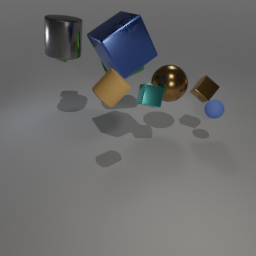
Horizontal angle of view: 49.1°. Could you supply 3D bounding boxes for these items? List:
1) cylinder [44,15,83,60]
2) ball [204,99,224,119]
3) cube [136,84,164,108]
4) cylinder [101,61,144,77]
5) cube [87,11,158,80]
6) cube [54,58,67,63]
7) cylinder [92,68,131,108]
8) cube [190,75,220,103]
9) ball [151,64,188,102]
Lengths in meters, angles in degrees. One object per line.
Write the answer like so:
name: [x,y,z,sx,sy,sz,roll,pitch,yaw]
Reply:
cylinder: [-2.470,-3.487,10.724,1.400,1.400,1.400,6,28,-3]
ball: [3.140,-0.687,10.184,0.700,0.700,0.700,0,31,0]
cube: [0.773,-1.126,9.807,0.700,0.700,0.700,11,3,-15]
cylinder: [-0.221,-2.823,11.929,1.400,1.400,1.400,-22,25,19]
cube: [-0.189,-2.596,8.749,1.400,1.400,1.400,-37,36,-6]
cube: [-2.949,-3.496,12.526,0.700,0.700,0.700,16,62,-25]
cylinder: [-0.409,-0.988,6.932,0.700,0.700,0.700,-44,33,10]
cube: [2.924,-1.479,10.732,0.700,0.700,0.700,39,-3,-3]
ball: [1.568,-1.696,10.637,1.400,1.400,1.400,0,31,0]
